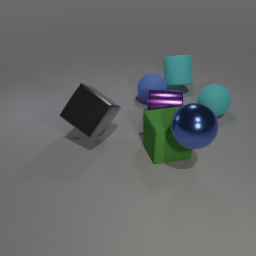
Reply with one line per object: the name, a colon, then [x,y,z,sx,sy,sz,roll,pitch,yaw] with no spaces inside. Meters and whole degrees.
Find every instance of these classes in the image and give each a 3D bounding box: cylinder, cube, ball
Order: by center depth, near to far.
ball: [1.982,-0.051,8.402,1.400,1.400,1.400,0,33,0]
cube: [1.399,0.230,9.955,1.400,1.400,1.400,-8,33,-12]
cube: [-1.327,-0.609,10.197,1.400,1.400,1.400,36,8,8]
cylinder: [1.510,-0.871,11.677,1.400,1.400,1.400,3,33,4]
ball: [3.747,-1.200,12.199,1.400,1.400,1.400,0,33,0]
ball: [1.144,-1.884,13.282,1.400,1.400,1.400,0,33,0]
cylinder: [2.526,-2.889,14.145,1.400,1.400,1.400,-4,9,1]
